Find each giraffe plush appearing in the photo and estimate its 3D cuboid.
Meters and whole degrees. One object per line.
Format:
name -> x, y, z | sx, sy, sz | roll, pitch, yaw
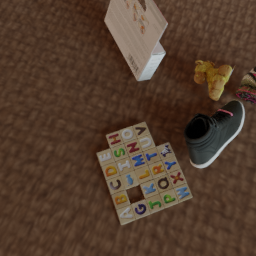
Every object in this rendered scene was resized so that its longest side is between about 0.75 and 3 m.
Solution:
giraffe plush -> 2.593, -1.688, 8.849 | 1.117, 1.188, 1.377 | 27, 59, 18

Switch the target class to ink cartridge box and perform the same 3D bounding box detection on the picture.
ink cartridge box -> 0.314, -3.381, 8.922 | 0.623, 2.482, 2.860 | -16, 68, -28

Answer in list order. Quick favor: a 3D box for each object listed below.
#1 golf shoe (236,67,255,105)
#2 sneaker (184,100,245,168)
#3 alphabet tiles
golf shoe -> 4.605, -1.155, 8.214 | 2.720, 0.987, 1.252 | 29, 90, 44
sneaker -> 2.583, -0.154, 8.213 | 0.922, 1.294, 2.609 | 24, 66, 42
alphabet tiles -> 0.388, 1.191, 8.377 | 2.226, 0.100, 2.663 | -19, 73, -8
